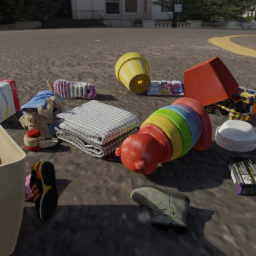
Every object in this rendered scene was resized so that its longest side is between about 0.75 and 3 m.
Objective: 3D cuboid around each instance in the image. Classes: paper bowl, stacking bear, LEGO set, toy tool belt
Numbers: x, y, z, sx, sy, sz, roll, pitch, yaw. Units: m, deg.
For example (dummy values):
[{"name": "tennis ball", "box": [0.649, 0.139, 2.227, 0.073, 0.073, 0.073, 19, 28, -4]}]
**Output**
[{"name": "paper bowl", "box": [3.643, 0.199, 9.374, 1.337, 0.696, 1.337, -1, 24, 0]}, {"name": "stacking bear", "box": [0.982, 0.334, 8.111, 1.754, 1.643, 2.889, 33, 47, 32]}, {"name": "LEGO set", "box": [4.283, -1.097, 11.493, 1.645, 1.239, 2.139, -7, 26, -14]}, {"name": "toy tool belt", "box": [-3.041, -0.587, 9.850, 1.722, 1.695, 2.758, 1, 25, 2]}]

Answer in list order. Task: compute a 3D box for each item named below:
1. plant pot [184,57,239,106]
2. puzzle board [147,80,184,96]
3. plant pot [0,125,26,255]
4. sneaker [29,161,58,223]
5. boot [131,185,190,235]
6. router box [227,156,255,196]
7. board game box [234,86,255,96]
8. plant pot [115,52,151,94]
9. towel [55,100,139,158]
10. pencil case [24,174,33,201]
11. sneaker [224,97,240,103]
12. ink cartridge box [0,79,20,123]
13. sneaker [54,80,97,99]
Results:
[{"name": "plant pot", "box": [3.475, -2.032, 12.207, 1.875, 1.654, 1.876, -18, 10, 38]}, {"name": "puzzle board", "box": [1.992, -2.213, 15.129, 1.863, 0.215, 2.472, 2, 25, 5]}, {"name": "plant pot", "box": [-3.336, 1.355, 5.070, 2.514, 2.226, 2.511, -17, 30, -34]}, {"name": "sneaker", "box": [-1.916, 1.395, 6.201, 0.588, 1.308, 0.457, -5, -5, 35]}, {"name": "boot", "box": [0.645, 1.802, 6.226, 1.449, 0.491, 0.947, 7, 31, 17]}, {"name": "router box", "box": [3.302, 1.259, 7.481, 1.023, 0.350, 1.371, 3, 25, 7]}, {"name": "board game box", "box": [5.431, -1.787, 13.550, 1.498, 0.381, 2.214, 1, 20, -36]}, {"name": "plant pot", "box": [0.388, -2.742, 14.623, 1.832, 1.832, 1.724, -7, 42, -15]}, {"name": "towel", "box": [-1.064, 0.016, 9.463, 2.350, 1.006, 1.946, 20, 33, 33]}, {"name": "pencil case", "box": [-2.400, 1.372, 7.124, 0.439, 0.459, 1.061, 3, 22, 20]}, {"name": "sneaker", "box": [4.906, -1.459, 13.139, 0.883, 0.510, 0.346, -12, 29, -22]}, {"name": "ink cartridge box", "box": [-5.533, -1.054, 11.229, 1.395, 1.389, 1.920, 4, 25, 8]}, {"name": "sneaker", "box": [-2.547, -1.940, 13.906, 2.205, 0.887, 0.975, 8, 19, 7]}]
